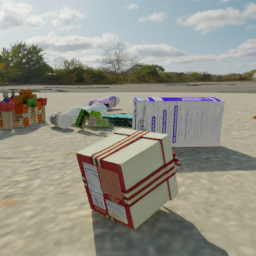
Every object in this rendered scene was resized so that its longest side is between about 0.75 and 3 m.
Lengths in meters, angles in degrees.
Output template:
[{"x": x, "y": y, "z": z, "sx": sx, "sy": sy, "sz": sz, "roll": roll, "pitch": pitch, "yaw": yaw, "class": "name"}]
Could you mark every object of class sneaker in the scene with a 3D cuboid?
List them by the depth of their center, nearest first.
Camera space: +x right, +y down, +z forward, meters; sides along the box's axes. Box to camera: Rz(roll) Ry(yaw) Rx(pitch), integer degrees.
[{"x": -1.733, "y": -0.499, "z": 10.861, "sx": 1.818, "sy": 0.640, "sz": 0.729, "roll": -13, "pitch": 27, "yaw": 21, "class": "sneaker"}, {"x": -1.192, "y": -1.440, "z": 17.118, "sx": 2.196, "sy": 0.796, "sz": 1.252, "roll": -16, "pitch": 22, "yaw": -33, "class": "sneaker"}]

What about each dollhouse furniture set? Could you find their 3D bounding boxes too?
[{"x": -1.160, "y": -0.104, "z": 9.942, "sx": 0.824, "sy": 0.632, "sz": 1.258, "roll": 11, "pitch": -16, "yaw": 24, "class": "dollhouse furniture set"}]

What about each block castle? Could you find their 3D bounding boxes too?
[{"x": -4.635, "y": -0.839, "z": 11.090, "sx": 1.942, "sy": 1.363, "sz": 2.906, "roll": 2, "pitch": 9, "yaw": 12, "class": "block castle"}]

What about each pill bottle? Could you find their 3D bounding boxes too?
[{"x": -2.502, "y": -0.305, "z": 10.291, "sx": 0.567, "sy": 0.567, "sz": 0.975, "roll": -7, "pitch": 12, "yaw": -38, "class": "pill bottle"}]

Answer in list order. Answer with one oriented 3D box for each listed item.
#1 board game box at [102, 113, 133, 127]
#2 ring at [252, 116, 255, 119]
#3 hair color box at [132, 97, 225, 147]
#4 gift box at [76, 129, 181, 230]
[{"x": 0.105, "y": -0.346, "z": 11.255, "sx": 2.402, "sy": 0.338, "sz": 1.625, "roll": 5, "pitch": 11, "yaw": 29, "class": "board game box"}, {"x": 6.506, "y": -0.481, "z": 12.688, "sx": 1.654, "sy": 0.159, "sz": 1.654, "roll": 0, "pitch": 8, "yaw": 0, "class": "ring"}, {"x": 1.234, "y": -0.162, "z": 7.199, "sx": 2.209, "sy": 1.208, "sz": 0.716, "roll": -1, "pitch": 16, "yaw": -7, "class": "hair color box"}, {"x": 0.032, "y": 0.604, "z": 3.558, "sx": 0.958, "sy": 1.038, "sz": 0.969, "roll": 13, "pitch": 31, "yaw": 43, "class": "gift box"}]
